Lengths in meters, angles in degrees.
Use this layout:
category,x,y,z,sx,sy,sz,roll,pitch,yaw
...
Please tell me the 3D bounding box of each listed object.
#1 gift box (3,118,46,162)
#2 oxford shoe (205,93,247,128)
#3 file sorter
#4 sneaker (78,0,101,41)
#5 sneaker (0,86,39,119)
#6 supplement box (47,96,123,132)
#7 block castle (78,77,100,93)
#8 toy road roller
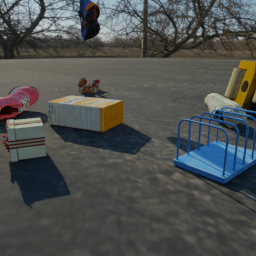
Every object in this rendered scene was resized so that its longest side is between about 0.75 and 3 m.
category,x,y,z,sx,sy,sz,roll,pitch,yaw
gift box,-2.499,0.176,6.683,0.921,0.986,0.910,-8,14,-21
oxford shoe,3.083,-0.599,9.532,0.714,0.930,2.474,-36,17,3
file sorter,2.056,0.250,6.191,1.792,1.100,1.244,-16,23,-40
sneaker,-1.686,-4.598,11.886,0.853,0.889,2.266,-28,-14,-22
sneaker,-4.134,-0.805,10.300,1.125,0.956,2.593,20,31,25
supplement box,-1.385,-0.528,9.187,2.135,0.785,1.346,8,18,24
block castle,-2.117,-2.368,15.249,1.042,0.731,1.559,0,17,1
toy road roller,5.113,-1.246,10.099,2.143,1.804,2.935,12,16,-11
